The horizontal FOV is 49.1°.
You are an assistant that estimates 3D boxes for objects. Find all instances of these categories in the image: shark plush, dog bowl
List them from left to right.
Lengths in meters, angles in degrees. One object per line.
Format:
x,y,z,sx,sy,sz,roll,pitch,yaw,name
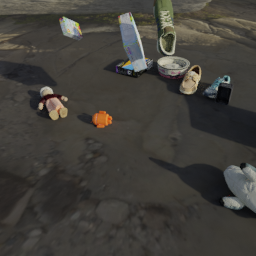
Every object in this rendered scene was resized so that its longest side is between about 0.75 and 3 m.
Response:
2.336,-3.131,14.579,1.673,0.617,1.673,1,36,0,dog bowl
3.929,1.830,7.437,2.954,1.342,1.231,20,9,32,shark plush

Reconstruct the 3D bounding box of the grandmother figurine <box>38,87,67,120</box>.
-3.197,-1.137,11.842,1.256,0.627,2.070,-11,39,-31,grandmother figurine

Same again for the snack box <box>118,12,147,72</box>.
0.168,-3.076,10.072,0.542,1.350,1.600,-17,58,11,snack box

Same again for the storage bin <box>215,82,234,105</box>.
4.143,-1.476,12.061,0.582,0.861,0.403,17,38,22,storage bin

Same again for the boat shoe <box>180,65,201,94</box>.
2.999,-2.356,13.361,0.816,0.766,2.214,12,37,16,boat shoe

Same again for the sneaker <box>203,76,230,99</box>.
4.035,-1.926,12.777,1.737,0.750,0.674,-29,44,-34,sneaker

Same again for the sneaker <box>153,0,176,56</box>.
1.163,-3.007,8.337,0.604,1.800,0.808,-10,30,-7,sneaker

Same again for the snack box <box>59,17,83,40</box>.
-2.175,-3.796,10.731,0.242,0.650,0.914,-22,-8,28,snack box

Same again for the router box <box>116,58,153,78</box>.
0.358,-3.299,14.945,1.300,0.445,1.743,19,40,24,router box

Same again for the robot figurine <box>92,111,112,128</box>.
-1.028,-0.339,10.819,0.794,0.571,0.463,4,20,7,robot figurine
